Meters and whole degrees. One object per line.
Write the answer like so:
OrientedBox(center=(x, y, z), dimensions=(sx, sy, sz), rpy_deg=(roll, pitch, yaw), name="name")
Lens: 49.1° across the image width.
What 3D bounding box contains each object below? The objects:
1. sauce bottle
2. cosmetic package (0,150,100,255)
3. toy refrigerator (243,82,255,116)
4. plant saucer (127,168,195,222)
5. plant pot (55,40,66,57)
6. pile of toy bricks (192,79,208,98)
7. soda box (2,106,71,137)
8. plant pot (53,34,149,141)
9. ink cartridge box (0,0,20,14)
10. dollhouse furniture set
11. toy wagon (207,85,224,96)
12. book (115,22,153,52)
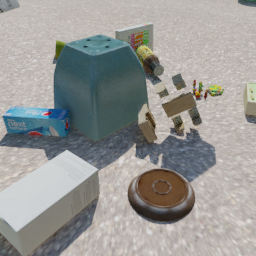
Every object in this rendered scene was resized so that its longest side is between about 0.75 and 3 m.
OrientedBox(center=(1.072, -3.384, 14.031), dimensions=(0.865, 0.865, 2.672), rpy_deg=(-10, 35, -14), name="sauce bottle")
OrientedBox(center=(-1.908, 1.654, 6.671), dimensions=(1.251, 0.986, 2.325), rpy_deg=(27, 44, 31), name="cosmetic package")
OrientedBox(center=(5.019, -1.210, 11.111), dimensions=(0.681, 0.627, 1.793), rpy_deg=(11, 37, 15), name="toy refrigerator")
OrientedBox(center=(0.877, 1.630, 7.349), dimensions=(1.787, 0.287, 1.787), rpy_deg=(1, 35, -1), name="plant saucer")
OrientedBox(center=(-3.530, -4.310, 15.436), dimensions=(0.915, 0.950, 0.950), rpy_deg=(4, 33, -15), name="plant pot")
OrientedBox(center=(3.085, -1.742, 11.944), dimensions=(0.616, 0.548, 1.111), rpy_deg=(2, 35, 3), name="pile of toy bricks")
OrientedBox(center=(-3.092, -0.234, 9.623), dimensions=(2.117, 0.718, 0.679), rpy_deg=(4, 35, 6), name="soda box")
OrientedBox(center=(-1.003, -1.697, 9.964), dimensions=(2.702, 2.753, 2.695), rpy_deg=(-29, 45, -34), name="plant pot")
OrientedBox(center=(-3.393, -3.249, 6.859), dimensions=(0.528, 0.906, 1.253), rpy_deg=(-4, 31, 24), name="ink cartridge box")
OrientedBox(center=(1.334, -0.501, 9.260), dimensions=(1.876, 1.724, 1.221), rpy_deg=(-23, 30, 16), name="dollhouse furniture set")
OrientedBox(center=(3.760, -1.622, 12.107), dimensions=(0.654, 0.167, 0.843), rpy_deg=(16, 38, 22), name="toy wagon")
OrientedBox(center=(0.352, -4.692, 15.224), dimensions=(2.459, 1.642, 0.591), rpy_deg=(-27, 44, -33), name="book")
